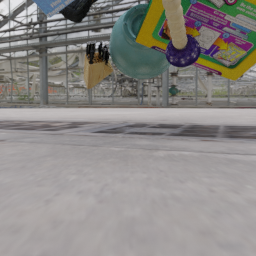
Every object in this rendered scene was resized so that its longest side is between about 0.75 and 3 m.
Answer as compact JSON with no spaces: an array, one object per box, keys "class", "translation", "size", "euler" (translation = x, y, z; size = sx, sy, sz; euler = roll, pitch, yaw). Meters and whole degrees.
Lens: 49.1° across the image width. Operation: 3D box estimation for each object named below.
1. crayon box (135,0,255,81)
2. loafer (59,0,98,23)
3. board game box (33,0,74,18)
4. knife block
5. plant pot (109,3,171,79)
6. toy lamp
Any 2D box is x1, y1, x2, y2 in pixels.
[{"class":"crayon box","translation":[1.843,-2.402,6.072],"size":[2.799,0.816,2.415],"euler":[20,-26,-8]},{"class":"loafer","translation":[-1.102,-3.485,7.113],"size":[0.716,2.041,0.693],"euler":[27,-30,1]},{"class":"board game box","translation":[-0.349,-2.776,3.370],"size":[2.049,2.709,0.496],"euler":[-27,-37,18]},{"class":"knife block","translation":[-1.285,-2.258,9.870],"size":[1.695,0.542,1.488],"euler":[-34,-30,21]},{"class":"plant pot","translation":[0.544,-3.091,9.447],"size":[2.445,2.445,1.638],"euler":[0,-11,-1]},{"class":"toy lamp","translation":[0.726,-2.019,4.627],"size":[0.840,0.840,2.885],"euler":[2,-19,20]}]
